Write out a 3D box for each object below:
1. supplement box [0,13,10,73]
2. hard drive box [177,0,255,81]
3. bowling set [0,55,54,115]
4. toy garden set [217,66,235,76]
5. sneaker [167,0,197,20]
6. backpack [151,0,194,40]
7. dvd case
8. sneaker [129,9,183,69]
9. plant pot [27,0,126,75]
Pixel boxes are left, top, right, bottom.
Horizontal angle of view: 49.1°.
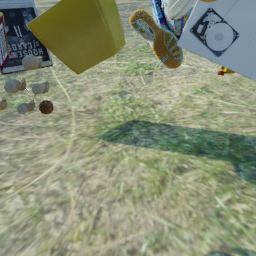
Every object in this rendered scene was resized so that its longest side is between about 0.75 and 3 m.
[{"bbox_3d":[-3.004,-1.609,5.084,1.399,0.916,0.722,3,42,-7],"label":"supplement box"},{"bbox_3d":[2.610,-2.169,6.008,2.466,1.922,0.947,27,21,10],"label":"hard drive box"},{"bbox_3d":[-1.898,-0.599,5.447,1.456,1.013,0.781,-45,10,5],"label":"bowling set"},{"bbox_3d":[3.320,-2.109,7.624,0.352,1.471,1.764,16,0,-43],"label":"toy garden set"},{"bbox_3d":[1.914,-3.648,7.498,2.116,0.848,0.744,-49,48,4],"label":"sneaker"},{"bbox_3d":[1.735,-4.312,9.992,1.647,2.235,2.448,-13,0,7],"label":"backpack"},{"bbox_3d":[-3.556,-2.974,9.055,1.701,2.263,0.280,-20,5,-33],"label":"dvd case"},{"bbox_3d":[1.014,-2.896,9.157,0.858,2.267,0.994,-39,-2,14],"label":"sneaker"},{"bbox_3d":[-1.088,-2.544,7.403,1.892,1.668,1.892,-23,20,21],"label":"plant pot"}]
